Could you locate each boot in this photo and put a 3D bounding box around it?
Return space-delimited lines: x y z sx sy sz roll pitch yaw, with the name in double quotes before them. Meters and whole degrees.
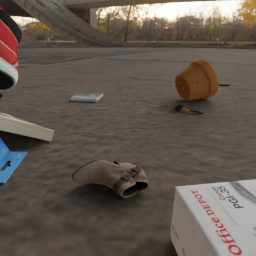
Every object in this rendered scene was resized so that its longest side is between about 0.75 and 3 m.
"boot" -2.928 -1.908 4.883 0.860 1.713 2.374 -21 -33 24
"boot" -0.276 0.921 4.982 1.225 0.430 0.896 -16 31 -24

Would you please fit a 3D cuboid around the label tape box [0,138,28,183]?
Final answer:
"label tape box" -3.318 0.523 5.719 2.031 0.643 1.465 -1 19 -2

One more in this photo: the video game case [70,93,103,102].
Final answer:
"video game case" -1.695 -1.275 11.638 1.116 0.123 1.017 2 19 9

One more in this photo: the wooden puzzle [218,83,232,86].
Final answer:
"wooden puzzle" 4.983 -2.268 14.531 0.831 0.097 0.560 5 16 14

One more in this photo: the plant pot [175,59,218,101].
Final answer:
"plant pot" 2.661 -1.803 11.279 1.125 1.608 1.608 -25 26 -15

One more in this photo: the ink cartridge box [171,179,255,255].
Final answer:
"ink cartridge box" 1.653 1.290 3.255 1.970 0.815 1.443 -3 20 -9

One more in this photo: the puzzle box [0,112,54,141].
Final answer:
"puzzle box" -3.300 -0.208 7.245 2.443 0.311 1.625 15 -3 36

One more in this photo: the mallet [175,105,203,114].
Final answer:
"mallet" 2.083 -0.606 9.682 0.985 0.203 0.324 21 27 37

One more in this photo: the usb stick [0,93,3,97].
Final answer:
"usb stick" -5.884 -1.331 11.686 1.181 0.192 0.327 -8 20 -22
